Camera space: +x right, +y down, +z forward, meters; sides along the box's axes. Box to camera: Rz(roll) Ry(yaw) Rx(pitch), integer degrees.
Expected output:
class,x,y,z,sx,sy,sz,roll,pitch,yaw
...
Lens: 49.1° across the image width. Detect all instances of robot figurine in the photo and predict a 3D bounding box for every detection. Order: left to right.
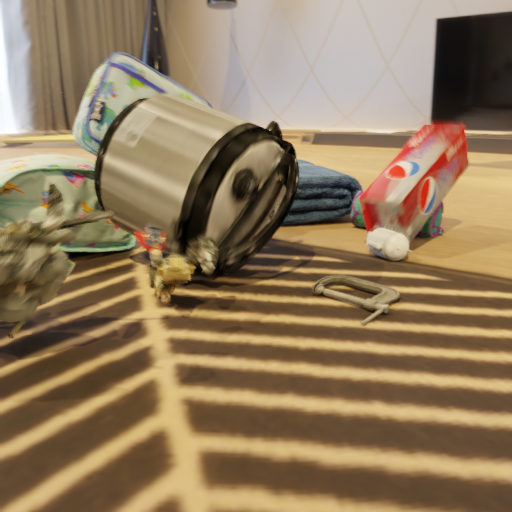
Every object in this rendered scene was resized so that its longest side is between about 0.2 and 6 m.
class,x,y,z,sx,sy,sz,roll,pitch,yaw
robot figurine,2.375,-0.205,10.070,0.763,0.508,0.899,-6,17,-28

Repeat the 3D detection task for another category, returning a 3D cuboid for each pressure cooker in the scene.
class,x,y,z,sx,sy,sz,roll,pitch,yaw
pressure cooker,-0.831,-1.070,9.116,2.907,2.557,2.597,25,23,25

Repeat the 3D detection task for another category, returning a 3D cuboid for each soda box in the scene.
class,x,y,z,sx,sy,sz,roll,pitch,yaw
soda box,3.182,-1.502,11.068,0.914,1.009,2.883,11,45,40

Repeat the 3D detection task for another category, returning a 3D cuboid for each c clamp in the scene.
class,x,y,z,sx,sy,sz,roll,pitch,yaw
c clamp,1.372,0.537,8.033,1.244,0.197,1.456,-16,23,-38

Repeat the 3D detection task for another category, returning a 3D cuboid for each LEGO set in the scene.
class,x,y,z,sx,sy,sz,roll,pitch,yaw
LEGO set,-2.336,0.285,6.371,4.092,1.160,2.658,0,-23,-23

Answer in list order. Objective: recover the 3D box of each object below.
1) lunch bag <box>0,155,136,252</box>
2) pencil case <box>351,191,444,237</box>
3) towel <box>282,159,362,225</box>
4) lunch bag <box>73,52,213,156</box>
class,x,y,z,sx,sy,sz,roll,pitch,yaw
lunch bag,-4.076,-0.941,10.303,2.558,1.831,3.003,15,16,41
pencil case,2.996,-0.913,11.913,1.910,0.813,0.883,12,39,34
towel,0.738,-1.770,14.379,2.590,1.126,4.639,-4,15,-13
lunch bag,-2.117,-2.602,10.954,2.512,2.019,1.036,27,-20,-31
